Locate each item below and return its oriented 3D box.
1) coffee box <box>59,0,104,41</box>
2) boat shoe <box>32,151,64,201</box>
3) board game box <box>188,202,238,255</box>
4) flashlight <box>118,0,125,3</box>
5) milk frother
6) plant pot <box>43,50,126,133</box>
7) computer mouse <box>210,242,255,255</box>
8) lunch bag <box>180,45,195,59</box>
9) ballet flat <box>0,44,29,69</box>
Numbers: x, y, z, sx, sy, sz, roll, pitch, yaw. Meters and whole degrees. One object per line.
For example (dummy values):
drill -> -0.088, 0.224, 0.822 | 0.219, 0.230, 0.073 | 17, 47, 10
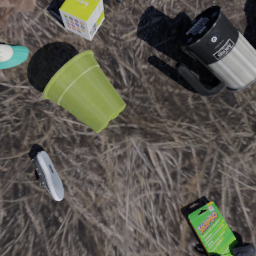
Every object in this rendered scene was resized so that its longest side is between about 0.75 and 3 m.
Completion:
coffee box -> -1.816, -4.610, 11.339 | 1.255, 1.243, 1.257 | 27, 75, 8
boat shoe -> -2.876, 1.745, 9.816 | 0.620, 0.654, 1.870 | -30, 80, 13
board game box -> 2.981, 3.688, 9.370 | 1.057, 0.332, 2.212 | -27, 78, -9
flashlight -> -0.609, -5.896, 12.188 | 1.134, 0.385, 0.384 | 46, 113, 10
milk frother -> 3.148, -2.972, 10.613 | 2.700, 2.591, 2.871 | 35, 40, -25
plant pot -> -1.341, -1.091, 9.982 | 2.377, 2.377, 2.258 | -44, 91, -12
computer mouse -> 3.339, 4.073, 8.982 | 1.639, 0.279, 0.480 | -16, 75, -6
lunch bag -> 2.876, -3.698, 11.075 | 1.024, 1.232, 1.469 | 42, 78, 11
ballet flat -> -5.324, -2.776, 10.938 | 2.757, 0.970, 0.928 | -14, 77, -4
